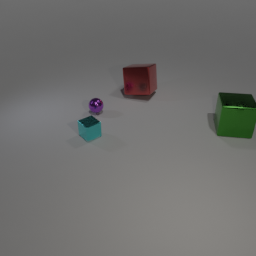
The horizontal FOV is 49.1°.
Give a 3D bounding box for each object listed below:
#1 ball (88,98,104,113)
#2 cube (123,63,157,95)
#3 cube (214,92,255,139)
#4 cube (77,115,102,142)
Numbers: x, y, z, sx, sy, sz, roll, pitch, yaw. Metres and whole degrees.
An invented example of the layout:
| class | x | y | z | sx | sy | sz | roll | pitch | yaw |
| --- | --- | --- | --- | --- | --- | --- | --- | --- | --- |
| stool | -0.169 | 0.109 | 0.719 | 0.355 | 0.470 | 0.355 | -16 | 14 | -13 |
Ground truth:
| class | x | y | z | sx | sy | sz | roll | pitch | yaw |
| --- | --- | --- | --- | --- | --- | --- | --- | --- | --- |
| ball | -1.490 | -1.056 | 13.059 | 0.700 | 0.700 | 0.700 | 0 | 31 | 0 |
| cube | 0.655 | -2.564 | 14.653 | 1.400 | 1.400 | 1.400 | 3 | 20 | 21 |
| cube | 4.471 | -0.552 | 11.725 | 1.400 | 1.400 | 1.400 | 5 | 32 | 8 |
| cube | -1.563 | 0.019 | 11.423 | 0.700 | 0.700 | 0.700 | -24 | 41 | -32 |
